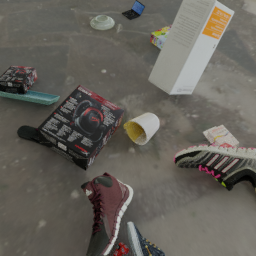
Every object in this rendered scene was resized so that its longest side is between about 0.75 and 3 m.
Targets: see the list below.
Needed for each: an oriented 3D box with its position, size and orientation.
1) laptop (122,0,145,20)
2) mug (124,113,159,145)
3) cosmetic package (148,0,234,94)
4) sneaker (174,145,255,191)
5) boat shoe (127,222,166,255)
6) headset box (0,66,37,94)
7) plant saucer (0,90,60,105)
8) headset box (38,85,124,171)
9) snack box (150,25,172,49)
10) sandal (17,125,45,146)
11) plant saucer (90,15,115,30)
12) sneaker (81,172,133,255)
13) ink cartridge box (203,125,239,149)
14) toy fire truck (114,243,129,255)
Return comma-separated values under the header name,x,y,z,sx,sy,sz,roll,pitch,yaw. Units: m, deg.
name,x,y,z,sx,sy,sz,roll,pitch,yaw
laptop,0.254,-5.706,13.525,0.880,0.454,0.779,-27,55,-21
mug,0.452,-0.113,8.696,1.051,0.841,0.863,39,52,20
cosmetic package,2.009,-2.636,9.115,1.066,2.991,1.517,40,30,30
sneaker,2.478,1.113,7.545,2.510,0.926,1.098,1,69,14
boat shoe,0.437,2.769,6.446,0.617,0.481,1.359,-13,56,-15
headset box,-3.962,-1.799,10.163,0.960,0.484,1.291,5,39,4
plant saucer,-3.548,-1.134,9.717,2.223,0.211,0.777,10,21,10
headset box,-1.297,-0.145,8.464,1.696,0.856,2.282,30,55,7
snack box,1.861,-3.710,11.850,1.214,0.487,1.440,-31,58,-24
sandal,-2.732,0.202,8.682,1.529,0.366,0.575,10,53,6
plant saucer,-1.202,-4.980,13.034,1.147,0.288,1.147,0,50,0
sneaker,-0.757,1.943,6.589,1.248,0.818,2.161,44,40,-15
ink cartridge box,2.838,0.291,8.638,0.578,0.335,0.992,-22,54,-17
toy fire truck,-0.140,3.065,6.278,0.555,0.192,0.786,22,80,35
